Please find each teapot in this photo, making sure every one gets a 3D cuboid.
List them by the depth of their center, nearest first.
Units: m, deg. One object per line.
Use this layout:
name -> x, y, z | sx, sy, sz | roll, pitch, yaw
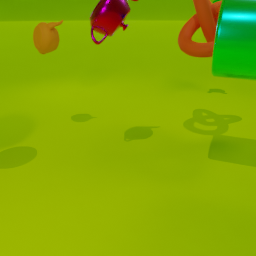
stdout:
teapot -> -0.260, -2.131, 5.278 | 0.667, 1.362, 0.847 | 37, -11, -11
teapot -> -1.934, -2.208, 6.819 | 0.573, 1.171, 0.728 | -8, 65, -40

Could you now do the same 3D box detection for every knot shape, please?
knot shape -> 2.121, -2.318, 6.373 | 1.863, 1.991, 0.920 | 9, -20, -18

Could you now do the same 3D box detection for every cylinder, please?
cylinder -> 2.172, -1.465, 4.638 | 1.336, 1.336, 1.336 | 10, 25, 18

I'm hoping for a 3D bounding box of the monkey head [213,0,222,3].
monkey head -> 3.011, -3.941, 9.022 | 0.639, 1.060, 0.763 | -25, -4, 42
